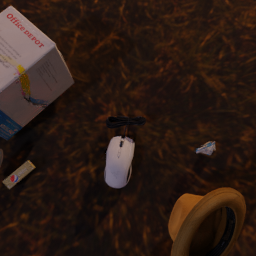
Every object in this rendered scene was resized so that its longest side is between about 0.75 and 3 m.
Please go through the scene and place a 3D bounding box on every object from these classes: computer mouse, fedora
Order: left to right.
[{"bbox_3d":[-0.181,0.632,8.145,1.202,0.481,2.191,6,73,6],"label":"computer mouse"},{"bbox_3d":[1.765,2.451,6.964,2.647,2.647,1.080,-43,38,-12],"label":"fedora"}]

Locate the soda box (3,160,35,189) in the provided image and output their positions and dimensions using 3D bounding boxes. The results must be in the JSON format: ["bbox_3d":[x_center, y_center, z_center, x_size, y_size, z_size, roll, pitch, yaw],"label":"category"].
[{"bbox_3d":[-3.112,1.330,8.027,0.891,0.285,0.302,-41,95,-11],"label":"soda box"}]

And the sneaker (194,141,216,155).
[{"bbox_3d":[2.287,0.652,8.183,0.812,0.304,0.352,-18,93,-27],"label":"sneaker"}]

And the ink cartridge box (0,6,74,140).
[{"bbox_3d":[-3.337,-1.484,7.947,2.741,1.983,2.018,-43,72,-11],"label":"ink cartridge box"}]

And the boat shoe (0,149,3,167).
[{"bbox_3d":[-3.759,1.052,7.796,0.319,0.354,1.001,11,85,6],"label":"boat shoe"}]
